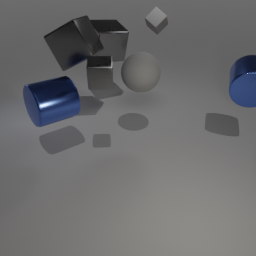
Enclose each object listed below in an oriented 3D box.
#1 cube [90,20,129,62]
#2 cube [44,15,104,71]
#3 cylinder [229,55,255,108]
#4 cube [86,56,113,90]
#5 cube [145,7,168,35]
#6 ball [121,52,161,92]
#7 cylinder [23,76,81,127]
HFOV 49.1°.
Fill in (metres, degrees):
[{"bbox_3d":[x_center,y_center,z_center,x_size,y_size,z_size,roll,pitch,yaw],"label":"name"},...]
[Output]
[{"bbox_3d":[-0.952,-3.894,12.507,1.400,1.400,1.400,-11,45,-25],"label":"cube"},{"bbox_3d":[-1.985,-3.196,10.539,1.400,1.400,1.400,-20,21,23],"label":"cube"},{"bbox_3d":[4.338,-1.668,9.939,1.400,1.400,1.400,9,40,15],"label":"cylinder"},{"bbox_3d":[-0.778,-1.557,7.892,0.700,0.700,0.700,-2,40,-3],"label":"cube"},{"bbox_3d":[1.254,-4.681,12.260,0.700,0.700,0.700,-44,76,3],"label":"cube"},{"bbox_3d":[0.452,-1.952,9.833,1.400,1.400,1.400,0,31,0],"label":"ball"},{"bbox_3d":[-2.496,-0.880,9.178,1.400,1.400,1.400,-21,37,-32],"label":"cylinder"}]
